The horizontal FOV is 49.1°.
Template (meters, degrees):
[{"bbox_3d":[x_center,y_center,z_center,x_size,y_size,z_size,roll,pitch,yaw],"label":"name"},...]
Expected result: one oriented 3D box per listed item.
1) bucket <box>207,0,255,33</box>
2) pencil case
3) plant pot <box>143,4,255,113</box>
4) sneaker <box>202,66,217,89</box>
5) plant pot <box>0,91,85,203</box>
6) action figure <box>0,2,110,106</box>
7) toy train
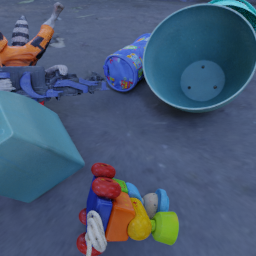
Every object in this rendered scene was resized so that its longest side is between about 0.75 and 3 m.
[{"bbox_3d":[2.990,-2.807,8.891,2.533,2.533,1.648,11,34,14],"label":"bucket"},{"bbox_3d":[0.222,-2.181,8.916,1.227,1.103,2.826,12,35,20],"label":"pencil case"},{"bbox_3d":[1.882,-1.518,7.308,2.629,1.771,2.629,-4,77,18],"label":"plant pot"},{"bbox_3d":[2.531,-2.175,8.919,0.982,0.896,2.425,-29,47,9],"label":"sneaker"},{"bbox_3d":[-1.819,0.266,4.566,1.307,1.849,1.306,-33,69,-1],"label":"plant pot"},{"bbox_3d":[-1.908,-1.255,6.046,2.816,2.724,1.473,1,0,-29],"label":"action figure"},{"bbox_3d":[0.077,1.304,3.808,1.377,1.007,2.380,14,5,-10],"label":"toy train"}]
